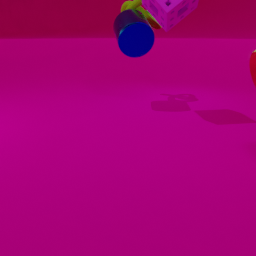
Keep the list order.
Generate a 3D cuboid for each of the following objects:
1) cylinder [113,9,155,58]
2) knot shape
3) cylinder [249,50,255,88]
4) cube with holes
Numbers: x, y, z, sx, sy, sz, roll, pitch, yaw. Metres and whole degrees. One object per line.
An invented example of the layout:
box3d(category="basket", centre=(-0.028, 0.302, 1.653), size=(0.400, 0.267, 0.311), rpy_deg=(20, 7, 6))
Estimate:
box3d(category="cylinder", centre=(0.192, -3.459, 10.231), size=(1.319, 1.319, 1.319), rpy_deg=(-4, 42, -10))
box3d(category="knot shape", centre=(0.631, -4.556, 11.422), size=(1.740, 0.859, 1.859), rpy_deg=(19, -7, -20))
box3d(category="cylinder", centre=(3.411, -1.254, 5.787), size=(1.255, 1.255, 1.255), rpy_deg=(-22, 20, 4))
box3d(category="cube with holes", centre=(1.273, -4.033, 8.507), size=(1.263, 1.263, 1.263), rpy_deg=(-39, -8, 2))
